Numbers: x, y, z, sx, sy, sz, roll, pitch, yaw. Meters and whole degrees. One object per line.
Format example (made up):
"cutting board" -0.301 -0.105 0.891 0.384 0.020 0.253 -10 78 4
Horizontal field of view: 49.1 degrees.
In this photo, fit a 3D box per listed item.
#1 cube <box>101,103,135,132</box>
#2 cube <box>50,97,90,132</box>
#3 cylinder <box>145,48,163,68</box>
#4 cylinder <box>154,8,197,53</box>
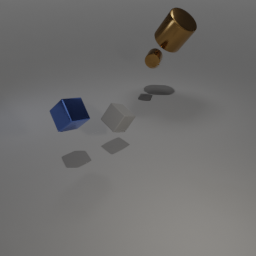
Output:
"cube" -0.327 -0.339 9.357 0.700 0.700 0.700 44 22 24
"cube" -1.633 -0.373 7.860 0.700 0.700 0.700 -33 -13 38
"cylinder" 1.174 -3.169 12.747 0.700 0.700 0.700 8 37 14
"cylinder" 2.129 -4.392 12.641 1.400 1.400 1.400 14 56 -23
